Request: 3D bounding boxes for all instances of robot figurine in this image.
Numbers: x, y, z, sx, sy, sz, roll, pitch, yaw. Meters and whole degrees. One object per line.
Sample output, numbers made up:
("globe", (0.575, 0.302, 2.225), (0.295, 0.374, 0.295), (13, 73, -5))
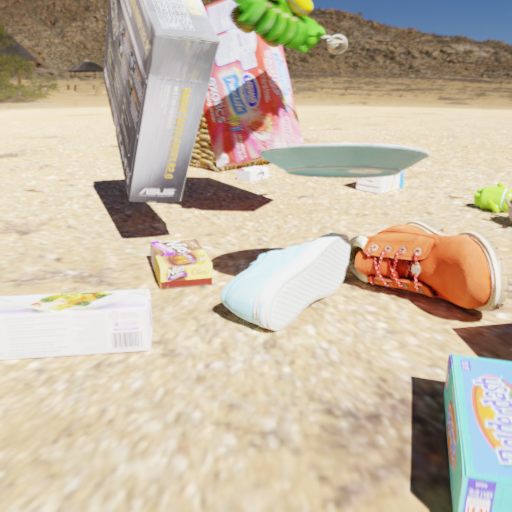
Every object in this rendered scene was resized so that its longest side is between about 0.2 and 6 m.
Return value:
("robot figurine", (5.450, -1.285, 12.697), (0.931, 0.538, 0.816), (14, 46, 35))

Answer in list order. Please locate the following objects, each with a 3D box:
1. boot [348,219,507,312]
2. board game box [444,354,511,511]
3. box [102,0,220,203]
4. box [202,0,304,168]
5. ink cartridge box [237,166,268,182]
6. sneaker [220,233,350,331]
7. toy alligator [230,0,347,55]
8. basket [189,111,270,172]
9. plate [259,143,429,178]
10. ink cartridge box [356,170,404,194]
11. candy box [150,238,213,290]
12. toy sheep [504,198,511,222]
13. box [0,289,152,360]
("boot", (2.241, 0.172, 7.826), (1.514, 1.060, 2.824), (-7, 12, -10))
("board game box", (2.730, 1.533, 4.332), (2.357, 0.530, 1.793), (6, 20, 15))
("box", (-1.890, -3.424, 9.874), (0.965, 3.161, 3.991), (-2, 49, -24))
("box", (-0.222, -3.529, 11.561), (1.557, 3.124, 1.492), (-10, 10, 24))
("ink cartridge box", (-0.097, -2.389, 16.292), (0.574, 0.324, 0.781), (16, 25, 41))
("sneaker", (0.455, 0.169, 7.786), (1.026, 0.925, 2.504), (17, 24, 30))
("toy alligator", (0.602, -3.794, 9.368), (3.077, 0.835, 0.912), (11, -35, -40))
("basket", (-1.331, -4.514, 18.882), (2.816, 2.697, 3.779), (-17, 25, -38))
("plate", (1.086, -1.161, 7.083), (2.104, 0.269, 2.104), (1, 3, 0))
("ink cartridge box", (3.303, -2.157, 14.863), (0.807, 0.793, 1.096), (17, 25, 41))
("candy box", (-1.208, 0.095, 8.853), (0.795, 0.385, 1.363), (-5, 21, -15))
("toy sheep", (5.500, -0.964, 11.413), (1.162, 0.801, 0.801), (-27, 31, -31))
("box", (-2.688, 0.803, 6.408), (2.962, 0.614, 0.573), (-3, 19, -7))
